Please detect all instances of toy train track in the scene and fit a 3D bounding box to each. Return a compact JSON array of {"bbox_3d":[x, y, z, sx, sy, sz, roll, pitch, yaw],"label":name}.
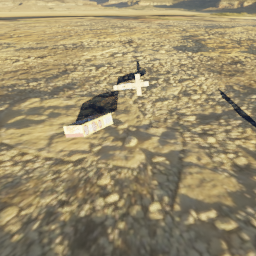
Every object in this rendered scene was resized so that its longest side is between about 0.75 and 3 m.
[{"bbox_3d":[0.091,-1.636,10.859,1.426,0.818,0.232,-4,6,20],"label":"toy train track"}]

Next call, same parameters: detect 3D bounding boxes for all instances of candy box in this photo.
[{"bbox_3d":[-1.118,-0.087,8.052,0.735,0.352,1.273,-4,14,37],"label":"candy box"}]
